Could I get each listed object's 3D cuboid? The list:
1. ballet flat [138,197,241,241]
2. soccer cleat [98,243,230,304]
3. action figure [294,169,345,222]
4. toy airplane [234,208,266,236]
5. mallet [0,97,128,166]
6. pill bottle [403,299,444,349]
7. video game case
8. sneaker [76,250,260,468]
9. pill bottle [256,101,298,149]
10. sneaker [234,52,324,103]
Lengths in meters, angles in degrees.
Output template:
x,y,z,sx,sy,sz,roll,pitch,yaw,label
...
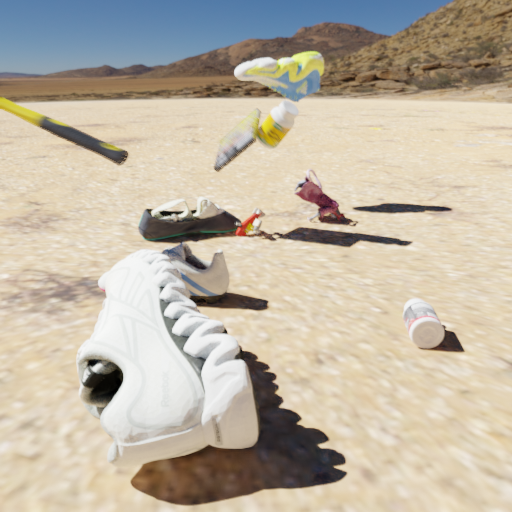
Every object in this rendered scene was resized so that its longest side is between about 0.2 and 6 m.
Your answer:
x,y,z,sx,sy,sz,roll,pitch,yaw,label
-1.239,-0.761,10.832,2.086,0.762,0.762,-8,21,-22,ballet flat
-1.316,0.185,7.993,1.913,0.826,0.668,2,20,6,soccer cleat
1.404,-1.206,11.813,1.228,0.914,0.823,34,34,1,action figure
-0.054,-0.623,10.859,0.626,0.443,0.628,-26,18,34,toy airplane
-3.030,-1.792,7.423,2.689,0.553,0.885,28,33,9,mallet
2.030,0.801,6.884,0.400,0.400,0.722,1,20,4,pill bottle
-0.352,-2.177,10.548,1.066,0.136,0.963,-33,34,35,video game case
-1.213,0.864,5.698,1.356,1.257,3.346,-17,24,-20,sneaker
0.400,-2.421,10.323,0.487,0.863,0.487,21,46,-24,pill bottle
0.549,-3.870,12.481,1.987,1.043,0.752,-7,28,3,sneaker
